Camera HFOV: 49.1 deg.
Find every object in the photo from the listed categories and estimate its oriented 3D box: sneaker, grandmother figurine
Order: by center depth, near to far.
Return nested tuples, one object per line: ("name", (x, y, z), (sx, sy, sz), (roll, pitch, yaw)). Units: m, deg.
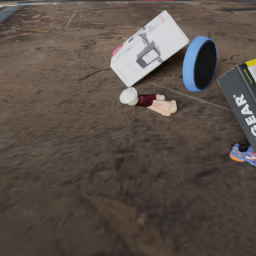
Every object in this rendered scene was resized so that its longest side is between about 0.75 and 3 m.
("sneaker", (3.186, 0.684, 7.188), (1.078, 0.423, 0.406), (10, 34, 25))
("grandmother figurine", (0.618, -0.790, 8.543), (1.965, 1.192, 0.595), (9, 66, -37))

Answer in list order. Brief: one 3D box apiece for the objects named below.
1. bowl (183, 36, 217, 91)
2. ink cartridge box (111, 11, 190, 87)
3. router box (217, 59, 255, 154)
("bowl", (2.764, -2.379, 10.546), (0.403, 2.051, 2.051), (19, 36, 37))
("ink cartridge box", (0.785, -3.197, 11.128), (2.850, 1.188, 2.070), (-35, 24, 18))
("router box", (3.716, -0.319, 6.841), (2.178, 0.745, 2.920), (-22, 83, -31))
